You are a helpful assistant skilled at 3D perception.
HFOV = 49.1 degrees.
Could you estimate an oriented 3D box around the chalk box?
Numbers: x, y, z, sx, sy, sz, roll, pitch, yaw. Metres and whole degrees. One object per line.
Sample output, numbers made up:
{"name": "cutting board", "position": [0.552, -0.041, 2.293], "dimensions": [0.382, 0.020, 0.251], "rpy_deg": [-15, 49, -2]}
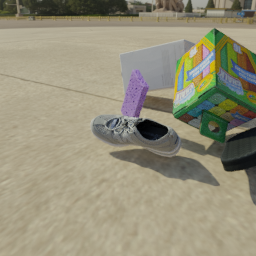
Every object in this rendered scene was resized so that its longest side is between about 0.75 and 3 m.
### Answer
{"name": "chalk box", "position": [2.247, -0.887, 7.175], "dimensions": [1.587, 1.576, 2.543], "rpy_deg": [22, 57, -22]}

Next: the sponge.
{"name": "sponge", "position": [0.173, -0.816, 8.004], "dimensions": [0.224, 1.504, 0.839], "rpy_deg": [-3, 43, -24]}

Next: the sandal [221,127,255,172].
{"name": "sandal", "position": [2.674, 0.508, 6.146], "dimensions": [1.065, 0.678, 2.833], "rpy_deg": [-22, 2, 35]}

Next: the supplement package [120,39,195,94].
{"name": "supplement package", "position": [1.166, -2.113, 10.081], "dimensions": [2.480, 1.504, 1.485], "rpy_deg": [-3, 7, 31]}

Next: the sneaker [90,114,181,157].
{"name": "sneaker", "position": [0.136, -0.022, 6.634], "dimensions": [2.281, 0.935, 0.852], "rpy_deg": [10, 63, 17]}
